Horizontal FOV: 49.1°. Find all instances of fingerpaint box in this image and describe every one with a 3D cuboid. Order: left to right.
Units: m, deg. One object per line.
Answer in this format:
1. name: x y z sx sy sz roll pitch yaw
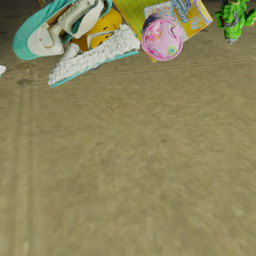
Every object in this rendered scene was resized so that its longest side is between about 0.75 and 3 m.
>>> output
1. fingerpaint box: 1.157 -4.198 9.843 2.362 2.831 1.038 -30 10 36

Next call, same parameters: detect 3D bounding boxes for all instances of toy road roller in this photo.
1. toy road roller: -1.227 -3.288 8.399 1.675 2.725 1.989 35 74 12

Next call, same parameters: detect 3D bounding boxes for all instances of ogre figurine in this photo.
1. ogre figurine: 2.813 -3.184 7.322 1.047 1.280 2.134 -8 55 13

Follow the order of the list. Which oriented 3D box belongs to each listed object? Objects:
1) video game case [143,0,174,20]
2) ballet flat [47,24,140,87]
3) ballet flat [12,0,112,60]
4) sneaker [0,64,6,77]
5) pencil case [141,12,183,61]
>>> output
1. video game case: 0.947 -3.509 8.555 0.876 0.627 0.078 -14 60 6
2. ballet flat: -0.930 -1.775 6.784 2.501 0.897 0.897 -19 32 13
3. ballet flat: -1.582 -2.368 6.540 2.964 0.998 1.043 -34 59 17
4. sneaker: -3.641 -1.267 6.729 1.744 0.694 0.676 8 -10 40
5. pencil case: 0.535 -1.515 4.486 0.634 0.634 1.449 3 26 5
